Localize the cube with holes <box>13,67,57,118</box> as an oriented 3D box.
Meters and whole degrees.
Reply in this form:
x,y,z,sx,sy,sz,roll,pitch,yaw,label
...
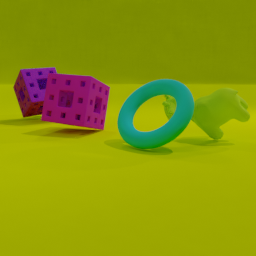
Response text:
x,y,z,sx,sy,sz,roll,pitch,yaw,label
-3.038,-1.217,9.571,1.186,1.186,1.186,-14,-14,-37,cube with holes

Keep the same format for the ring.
x,y,z,sx,sy,sz,roll,pitch,yaw,label
0.551,-0.333,5.975,1.747,1.747,0.349,8,-28,39,ring

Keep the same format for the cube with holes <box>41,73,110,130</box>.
x,y,z,sx,sy,sz,roll,pitch,yaw,label
-1.377,-0.684,7.619,1.252,1.252,1.252,8,-2,19,cube with holes

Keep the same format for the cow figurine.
x,y,z,sx,sy,sz,roll,pitch,yaw,label
1.730,-0.466,6.517,1.666,1.639,0.914,-40,21,37,cow figurine
